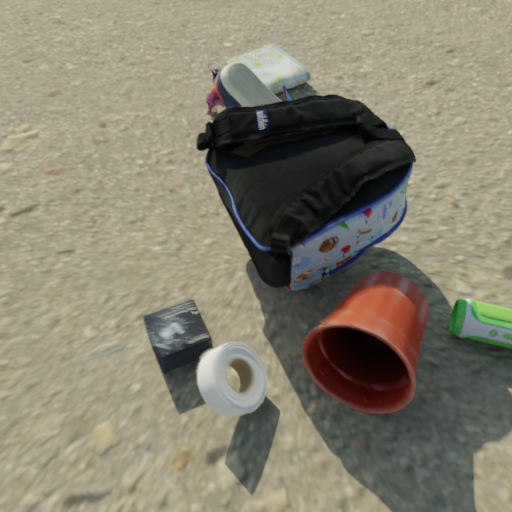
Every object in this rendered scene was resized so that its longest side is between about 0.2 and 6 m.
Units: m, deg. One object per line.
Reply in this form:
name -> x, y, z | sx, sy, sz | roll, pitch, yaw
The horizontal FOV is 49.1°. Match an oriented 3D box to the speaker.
speaker -> 3.932, 1.132, 8.908 | 1.544, 0.683, 0.683 | 13, 49, 12

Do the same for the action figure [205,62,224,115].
action figure -> -0.914, -3.910, 13.435 | 0.768, 0.854, 1.146 | 22, 82, 30

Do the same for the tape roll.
tape roll -> -0.329, 1.787, 8.116 | 1.036, 0.362, 1.036 | 23, 52, -34

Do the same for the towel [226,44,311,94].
towel -> 0.277, -4.785, 14.540 | 1.560, 0.439, 1.822 | -29, 54, -20

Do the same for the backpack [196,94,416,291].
backpack -> 1.042, -1.115, 9.634 | 3.103, 2.509, 3.257 | -27, 60, -2

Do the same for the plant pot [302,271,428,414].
plant pot -> 1.769, 1.166, 8.355 | 1.656, 1.656, 1.611 | 22, 42, 19

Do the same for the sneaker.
sneaker -> 0.048, -2.862, 11.610 | 0.886, 0.999, 2.364 | -46, 104, -26

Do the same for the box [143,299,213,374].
box -> -1.233, 1.263, 8.889 | 0.856, 0.511, 0.870 | -19, 52, -16

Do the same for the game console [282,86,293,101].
game console -> 1.085, -3.571, 13.290 | 0.861, 0.593, 0.999 | -3, 48, -3
